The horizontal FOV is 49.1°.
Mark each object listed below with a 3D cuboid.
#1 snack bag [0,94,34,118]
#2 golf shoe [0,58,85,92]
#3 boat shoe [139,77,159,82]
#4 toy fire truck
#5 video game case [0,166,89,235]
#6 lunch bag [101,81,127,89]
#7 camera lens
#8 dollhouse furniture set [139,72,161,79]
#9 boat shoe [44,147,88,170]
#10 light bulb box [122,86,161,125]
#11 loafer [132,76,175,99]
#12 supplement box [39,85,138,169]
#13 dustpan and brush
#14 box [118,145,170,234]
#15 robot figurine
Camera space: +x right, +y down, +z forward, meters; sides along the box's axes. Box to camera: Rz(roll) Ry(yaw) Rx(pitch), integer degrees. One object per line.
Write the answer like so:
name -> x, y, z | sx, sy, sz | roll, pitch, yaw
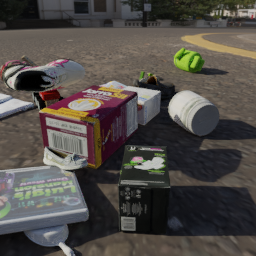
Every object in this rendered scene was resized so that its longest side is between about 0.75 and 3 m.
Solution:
snack bag -> -5.870, -0.875, 11.500 | 2.938, 0.314, 2.770 | 16, 29, 31
golf shoe -> -1.913, -1.190, 6.831 | 2.109, 0.766, 0.971 | -15, 39, -36
boat shoe -> 1.040, -2.449, 14.751 | 1.378, 0.495, 0.410 | -16, 23, -38
toy fire truck -> -3.604, -1.972, 11.634 | 1.403, 2.181, 1.919 | -11, 27, -24
video game case -> -2.290, 1.431, 6.020 | 2.484, 0.290, 2.259 | -3, 18, -19
lunch bag -> -0.768, -1.493, 12.212 | 1.383, 0.879, 1.173 | 31, 39, 32
camera lens -> 2.225, -0.546, 9.678 | 1.229, 1.229, 1.536 | -9, 27, -19
dollhouse furniture set -> 1.284, -2.853, 15.974 | 1.202, 0.464, 0.601 | 9, 11, -29
boat shoe -> -1.604, 0.765, 7.102 | 1.305, 0.418, 0.481 | 7, 13, 29
light bulb box -> 0.288, -0.903, 10.788 | 1.502, 0.946, 1.515 | 13, 28, 26
loafer -> 1.233, -1.835, 12.657 | 1.044, 1.036, 2.867 | 16, 26, 37
supplement box -> -1.036, -0.195, 8.650 | 1.840, 1.451, 2.811 | 11, 27, 22
dustpan and brush -> -1.350, 2.037, 5.252 | 1.158, 0.331, 0.808 | 14, 19, 42
box -> 0.347, 1.220, 5.913 | 0.975, 1.165, 1.568 | 2, 25, 5
robot figurine -> 3.787, -4.233, 17.684 | 1.888, 1.245, 2.152 | 16, 12, -36
